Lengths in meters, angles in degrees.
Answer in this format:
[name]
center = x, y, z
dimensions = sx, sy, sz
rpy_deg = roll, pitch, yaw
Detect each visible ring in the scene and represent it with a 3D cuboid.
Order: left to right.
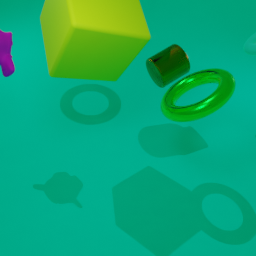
[ring]
center = 1.261, -0.628, 5.193
dimensions = 1.426, 0.285, 1.426
rpy_deg = -25, 29, 15

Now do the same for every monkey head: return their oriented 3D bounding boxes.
[monkey head]
center = -2.620, -1.460, 5.330
dimensions = 0.810, 1.344, 0.967
rpy_deg = -12, 80, -53

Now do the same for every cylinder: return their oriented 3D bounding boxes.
[cylinder]
center = 0.988, -1.542, 6.976
dimensions = 0.812, 0.812, 0.812
rpy_deg = -32, 53, -8

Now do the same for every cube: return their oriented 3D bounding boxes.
[cube]
center = -0.625, -1.722, 4.782
dimensions = 1.319, 1.319, 1.319
rpy_deg = -2, 67, -31

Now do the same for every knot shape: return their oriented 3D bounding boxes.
[knot shape]
center = 3.526, -2.244, 6.308
dimensions = 0.763, 1.544, 1.650
rpy_deg = 6, 25, -33
